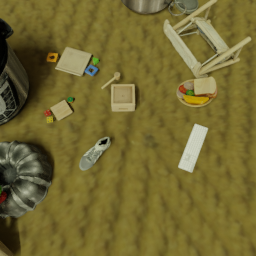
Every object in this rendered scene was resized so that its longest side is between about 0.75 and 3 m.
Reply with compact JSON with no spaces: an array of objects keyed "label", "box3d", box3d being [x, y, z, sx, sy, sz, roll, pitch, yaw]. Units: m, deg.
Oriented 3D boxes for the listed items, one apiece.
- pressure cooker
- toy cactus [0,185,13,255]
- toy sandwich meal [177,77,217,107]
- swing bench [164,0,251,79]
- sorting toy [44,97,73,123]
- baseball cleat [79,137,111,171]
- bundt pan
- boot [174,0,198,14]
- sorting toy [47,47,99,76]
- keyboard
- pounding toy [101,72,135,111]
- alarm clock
[{"label":"pressure cooker","box3d":[-4.269,-1.530,7.378,2.632,2.947,2.592,2,68,0]},{"label":"toy cactus","box3d":[-3.758,2.514,6.537,2.791,1.427,2.303,-46,113,-12]},{"label":"toy sandwich meal","box3d":[2.080,-1.142,8.448,1.237,0.424,1.237,-4,55,5]},{"label":"swing bench","box3d":[2.358,-2.702,8.808,1.893,1.228,1.883,-27,71,-5]},{"label":"sorting toy","box3d":[-2.027,-0.495,8.461,1.026,0.174,0.495,-32,72,-12]},{"label":"baseball cleat","box3d":[-0.944,0.666,7.767,0.406,0.620,1.165,38,75,8]},{"label":"bundt pan","box3d":[-3.176,1.264,7.441,2.139,0.803,2.139,0,68,1]},{"label":"boot","box3d":[1.944,-5.378,9.154,0.887,2.444,2.222,-11,69,-4]},{"label":"sorting toy","box3d":[-1.755,-2.129,9.083,1.735,0.236,0.977,18,65,6]},{"label":"keyboard","box3d":[1.893,0.559,8.101,0.409,0.077,1.452,23,70,9]},{"label":"pounding toy","box3d":[-0.295,-1.090,8.511,0.987,0.514,1.124,-1,69,0]},{"label":"alarm clock","box3d":[0.834,-4.751,9.709,1.971,0.973,2.921,-41,72,-15]}]
